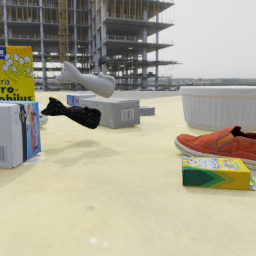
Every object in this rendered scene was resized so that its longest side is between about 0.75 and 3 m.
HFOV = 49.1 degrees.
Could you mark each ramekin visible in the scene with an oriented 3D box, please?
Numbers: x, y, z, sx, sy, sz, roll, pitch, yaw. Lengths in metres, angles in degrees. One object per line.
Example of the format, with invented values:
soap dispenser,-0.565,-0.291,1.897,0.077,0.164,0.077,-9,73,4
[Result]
ramekin,3.275,-0.745,9.723,2.994,1.394,2.994,0,10,0

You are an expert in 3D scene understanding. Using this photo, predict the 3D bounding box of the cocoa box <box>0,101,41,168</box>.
cocoa box,-2.777,0.050,5.553,1.737,1.158,1.140,1,9,9

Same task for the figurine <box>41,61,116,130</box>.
figurine,-1.256,-0.822,7.107,1.509,1.547,0.666,14,20,-37

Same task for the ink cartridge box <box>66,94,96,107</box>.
ink cartridge box,-3.177,-1.882,18.599,1.374,0.769,2.014,-8,14,-38

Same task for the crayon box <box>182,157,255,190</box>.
crayon box,1.422,0.690,4.388,1.131,0.292,0.711,2,10,9

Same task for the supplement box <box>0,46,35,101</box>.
supplement box,-3.139,-0.863,7.339,1.306,2.399,1.314,-5,10,-21

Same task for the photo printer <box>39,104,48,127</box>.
photo printer,-4.037,-0.444,9.591,2.006,0.837,2.411,-8,12,-44

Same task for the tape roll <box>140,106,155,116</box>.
tape roll,0.719,-0.836,13.437,1.163,0.384,1.163,-1,10,0

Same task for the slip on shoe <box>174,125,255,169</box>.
slip on shoe,1.991,0.292,5.494,2.392,0.732,0.886,7,13,43

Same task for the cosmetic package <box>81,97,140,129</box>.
cosmetic package,-0.682,-0.617,10.290,1.206,1.018,2.257,-11,17,-37
